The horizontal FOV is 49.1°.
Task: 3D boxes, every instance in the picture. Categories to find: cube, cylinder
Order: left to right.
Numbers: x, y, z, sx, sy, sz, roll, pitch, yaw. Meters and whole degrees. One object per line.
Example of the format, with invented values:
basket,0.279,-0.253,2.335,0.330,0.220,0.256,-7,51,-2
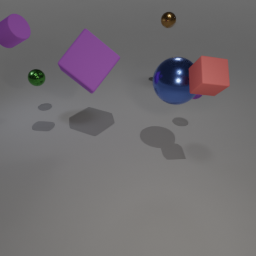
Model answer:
cylinder,-3.150,-2.624,7.611,0.700,0.700,0.700,-14,22,32
cube,-1.292,-2.124,9.240,1.400,1.400,1.400,38,-2,-10
cube,1.955,-1.247,6.814,0.700,0.700,0.700,4,-15,-13

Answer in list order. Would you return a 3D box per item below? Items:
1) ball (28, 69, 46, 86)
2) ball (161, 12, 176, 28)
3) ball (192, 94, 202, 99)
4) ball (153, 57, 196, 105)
ball,-3.750,-2.068,11.498,0.700,0.700,0.700,0,31,0
ball,1.853,-4.943,12.815,0.700,0.700,0.700,0,31,0
ball,2.435,-1.401,10.210,0.700,0.700,0.700,0,31,0
ball,1.428,-1.387,8.288,1.400,1.400,1.400,0,31,0
